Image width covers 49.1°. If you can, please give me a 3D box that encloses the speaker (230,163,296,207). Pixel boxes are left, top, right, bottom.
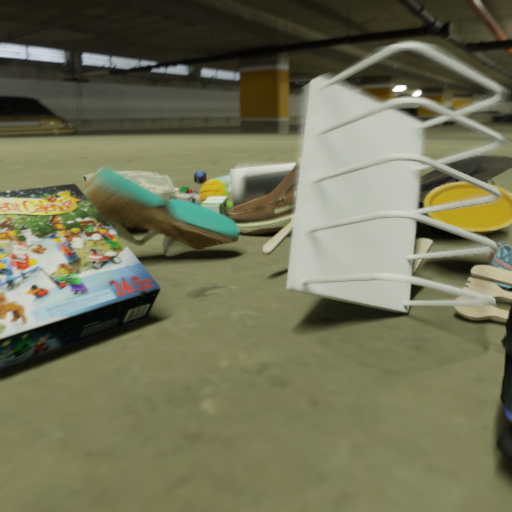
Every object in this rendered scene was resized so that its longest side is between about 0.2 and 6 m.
[{"bbox_3d":[0.517,-1.590,12.393,2.130,0.865,0.865,-5,16,-4],"label":"speaker"}]

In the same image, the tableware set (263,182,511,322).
[{"bbox_3d":[2.535,-0.570,8.096,4.480,0.687,3.018,16,43,30],"label":"tableware set"}]

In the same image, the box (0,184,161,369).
[{"bbox_3d":[-2.865,0.193,6.190,3.017,0.569,2.060,-18,57,-48],"label":"box"}]

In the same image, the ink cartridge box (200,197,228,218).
[{"bbox_3d":[-0.838,-0.784,11.391,0.411,0.725,0.989,-1,16,6],"label":"ink cartridge box"}]

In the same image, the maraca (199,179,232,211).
[{"bbox_3d":[-0.880,-1.224,12.191,0.705,1.028,0.550,-37,-31,19],"label":"maraca"}]

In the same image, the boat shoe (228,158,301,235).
[{"bbox_3d":[0.974,-1.396,11.422,3.377,1.249,1.247,-14,20,5],"label":"boat shoe"}]

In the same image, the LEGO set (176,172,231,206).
[{"bbox_3d":[-1.221,-1.238,13.350,2.100,0.690,2.811,-18,35,-25],"label":"LEGO set"}]

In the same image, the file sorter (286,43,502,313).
[{"bbox_3d":[1.658,-0.768,6.349,1.790,2.580,1.606,13,-13,-30],"label":"file sorter"}]

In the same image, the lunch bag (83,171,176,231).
[{"bbox_3d":[-2.725,-1.177,11.923,1.715,1.230,2.092,-5,11,-19],"label":"lunch bag"}]

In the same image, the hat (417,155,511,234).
[{"bbox_3d":[4.006,-1.128,11.475,2.919,1.178,2.919,-22,13,5],"label":"hat"}]

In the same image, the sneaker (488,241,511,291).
[{"bbox_3d":[4.220,0.076,8.094,1.697,0.810,0.673,-2,15,-6],"label":"sneaker"}]

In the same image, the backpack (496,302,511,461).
[{"bbox_3d":[4.397,0.044,4.144,4.110,3.029,4.502,11,17,37],"label":"backpack"}]

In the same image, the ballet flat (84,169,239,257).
[{"bbox_3d":[-1.622,-0.537,9.390,2.711,0.981,0.919,19,25,-31],"label":"ballet flat"}]

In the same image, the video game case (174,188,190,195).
[{"bbox_3d":[-2.662,-1.658,15.517,1.324,0.237,1.200,-9,18,-30],"label":"video game case"}]
